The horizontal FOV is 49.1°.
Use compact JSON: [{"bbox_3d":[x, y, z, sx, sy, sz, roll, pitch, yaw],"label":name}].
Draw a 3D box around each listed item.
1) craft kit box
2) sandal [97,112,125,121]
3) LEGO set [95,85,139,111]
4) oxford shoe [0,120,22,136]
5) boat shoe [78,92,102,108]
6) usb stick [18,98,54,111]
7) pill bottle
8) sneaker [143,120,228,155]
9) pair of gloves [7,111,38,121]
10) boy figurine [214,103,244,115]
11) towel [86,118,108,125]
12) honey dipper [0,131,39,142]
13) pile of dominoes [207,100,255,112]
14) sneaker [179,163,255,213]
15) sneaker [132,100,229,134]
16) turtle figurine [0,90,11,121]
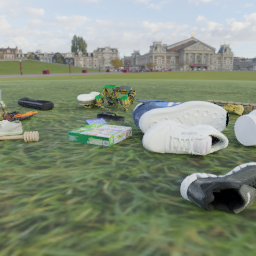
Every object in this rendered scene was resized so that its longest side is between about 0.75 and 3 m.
[{"bbox_3d":[-0.860,0.194,8.968,1.504,0.365,1.485,6,11,25],"label":"craft kit box"},{"bbox_3d":[-0.744,-0.556,12.376,1.406,0.301,0.535,8,15,31],"label":"sandal"},{"bbox_3d":[-0.602,-1.420,15.165,2.217,1.285,1.705,0,41,14],"label":"LEGO set"},{"bbox_3d":[-4.041,0.004,8.954,0.651,0.500,1.731,5,6,17],"label":"oxford shoe"},{"bbox_3d":[-2.081,-1.503,15.680,0.888,0.743,2.485,16,17,15],"label":"boat shoe"},{"bbox_3d":[-5.166,-1.342,15.569,2.906,0.474,0.806,12,23,42],"label":"usb stick"},{"bbox_3d":[4.174,-0.027,8.088,2.015,1.138,1.138,-7,14,-22],"label":"pill bottle"},{"bbox_3d":[1.529,0.273,7.355,2.264,0.848,1.128,-4,14,-13],"label":"sneaker"},{"bbox_3d":[-5.055,-0.512,12.423,1.745,0.216,1.555,1,14,18],"label":"pair of gloves"},{"bbox_3d":[4.969,-0.946,13.751,1.467,0.472,0.912,15,7,42],"label":"boy figurine"},{"bbox_3d":[-1.277,-0.243,11.397,0.730,0.120,1.008,-5,13,-17],"label":"towel"},{"bbox_3d":[-3.628,0.287,8.611,1.681,0.319,0.319,-2,13,-3],"label":"honey dipper"},{"bbox_3d":[5.413,-0.975,13.640,2.307,0.471,2.960,2,7,-39],"label":"pile of dominoes"},{"bbox_3d":[1.842,1.034,4.631,1.822,0.605,0.824,-7,17,-13],"label":"sneaker"},{"bbox_3d":[1.620,-0.487,9.558,2.939,1.184,2.152,-4,18,-6],"label":"sneaker"},{"bbox_3d":[-5.389,-0.675,11.211,0.947,1.316,1.276,-17,23,-3],"label":"turtle figurine"}]
